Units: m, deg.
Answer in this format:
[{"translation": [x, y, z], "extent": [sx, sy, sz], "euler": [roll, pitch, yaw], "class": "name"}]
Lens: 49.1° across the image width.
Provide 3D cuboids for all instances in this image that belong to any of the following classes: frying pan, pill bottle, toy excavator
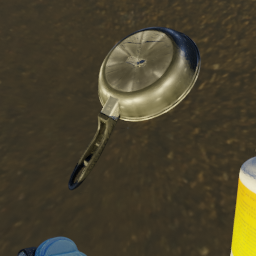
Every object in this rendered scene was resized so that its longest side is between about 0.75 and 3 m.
[{"translation": [-0.154, -0.431, 3.322], "extent": [2.157, 0.351, 1.305], "euler": [-38, 52, 4], "class": "frying pan"}, {"translation": [1.574, 0.912, 2.781], "extent": [0.956, 0.956, 1.749], "euler": [-1, 106, 0], "class": "pill bottle"}, {"translation": [-0.623, 1.986, 3.268], "extent": [1.466, 0.732, 1.425], "euler": [-28, 62, 36], "class": "toy excavator"}]
